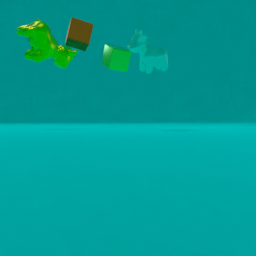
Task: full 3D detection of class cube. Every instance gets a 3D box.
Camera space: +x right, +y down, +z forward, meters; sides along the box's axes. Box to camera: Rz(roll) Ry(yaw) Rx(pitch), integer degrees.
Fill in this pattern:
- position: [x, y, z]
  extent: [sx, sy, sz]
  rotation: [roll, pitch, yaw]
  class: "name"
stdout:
- position: [-0.403, -2.409, 9.635]
  extent: [0.710, 0.710, 0.710]
  rotation: [1, 25, -31]
  class: "cube"
- position: [-2.063, -3.916, 11.771]
  extent: [0.913, 0.913, 0.913]
  rotation: [13, -8, -18]
  class: "cube"

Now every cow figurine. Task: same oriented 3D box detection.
- position: [-2.287, -2.454, 8.231]
  extent: [1.545, 1.570, 0.862]
  rotation: [-34, 39, -32]
  class: "cow figurine"
- position: [0.483, -1.753, 6.372]
  extent: [0.990, 0.974, 0.543]
  rotation: [-13, 26, -25]
  class: "cow figurine"
